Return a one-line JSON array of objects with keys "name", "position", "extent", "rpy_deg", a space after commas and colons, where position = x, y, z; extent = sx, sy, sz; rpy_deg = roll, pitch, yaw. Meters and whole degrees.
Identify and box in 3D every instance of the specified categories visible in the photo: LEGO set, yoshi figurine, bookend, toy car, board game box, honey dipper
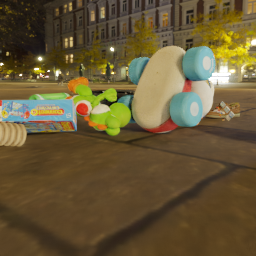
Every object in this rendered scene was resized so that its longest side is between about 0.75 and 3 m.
[{"name": "LEGO set", "position": [3.419, -0.520, 10.065], "extent": [0.213, 0.647, 0.866], "rpy_deg": [-34, -15, -10]}, {"name": "yoshi figurine", "position": [-0.822, -0.594, 8.423], "extent": [2.369, 1.326, 1.331], "rpy_deg": [39, -8, 35]}, {"name": "bookend", "position": [-0.702, -1.520, 14.846], "extent": [2.071, 0.954, 2.058], "rpy_deg": [-10, 14, -44]}, {"name": "toy car", "position": [1.702, -0.797, 8.830], "extent": [2.947, 2.606, 2.716], "rpy_deg": [27, -15, -39]}, {"name": "board game box", "position": [-2.325, -0.271, 7.382], "extent": [1.847, 0.527, 1.886], "rpy_deg": [-1, -8, -8]}, {"name": "honey dipper", "position": [-3.428, 0.053, 5.478], "extent": [0.552, 0.552, 2.905], "rpy_deg": [8, 1, 39]}]

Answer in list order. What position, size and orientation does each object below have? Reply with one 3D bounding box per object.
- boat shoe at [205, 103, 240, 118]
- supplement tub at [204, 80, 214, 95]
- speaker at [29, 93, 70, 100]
[{"name": "boat shoe", "position": [3.833, -0.743, 11.416], "extent": [1.782, 0.606, 0.641], "rpy_deg": [-6, 12, -31]}, {"name": "supplement tub", "position": [4.510, -2.479, 18.701], "extent": [2.053, 1.485, 1.485], "rpy_deg": [0, 10, -5]}, {"name": "speaker", "position": [-3.688, -1.231, 13.451], "extent": [0.911, 0.911, 2.061], "rpy_deg": [7, 12, 34]}]
